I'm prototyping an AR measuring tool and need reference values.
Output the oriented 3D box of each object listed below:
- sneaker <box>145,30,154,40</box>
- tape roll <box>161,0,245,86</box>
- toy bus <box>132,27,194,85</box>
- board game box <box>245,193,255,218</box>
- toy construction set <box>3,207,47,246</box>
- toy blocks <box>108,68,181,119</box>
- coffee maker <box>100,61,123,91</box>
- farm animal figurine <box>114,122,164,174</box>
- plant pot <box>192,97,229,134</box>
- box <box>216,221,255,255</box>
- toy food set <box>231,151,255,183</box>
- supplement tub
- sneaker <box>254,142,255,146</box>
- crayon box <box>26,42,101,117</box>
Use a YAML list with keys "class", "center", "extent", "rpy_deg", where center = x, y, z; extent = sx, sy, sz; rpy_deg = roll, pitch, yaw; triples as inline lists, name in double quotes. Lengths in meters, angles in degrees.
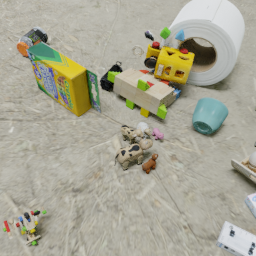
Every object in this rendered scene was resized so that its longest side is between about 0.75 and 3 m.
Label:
- class: "sneaker"
  center: [1.049, -4.594, 14.021]
  extent: [0.329, 0.284, 0.751]
  rpy_deg: [-24, 48, -1]
- class: "tape roll"
  center: [2.989, -3.424, 11.210]
  extent: [2.923, 2.923, 2.007]
  rpy_deg: [19, 52, 15]
- class: "toy bus"
  center: [1.371, -2.423, 10.577]
  extent: [2.207, 2.083, 1.141]
  rpy_deg: [-22, 31, 35]
- class: "board game box"
  center: [4.443, 2.431, 7.823]
  extent: [1.627, 0.353, 1.619]
  rpy_deg: [-14, 50, -12]
- class: "toy construction set"
  center: [-2.644, 2.656, 7.215]
  extent: [1.031, 0.860, 0.792]
  rpy_deg: [2, 54, -58]
- class: "toy blocks"
  center: [0.828, -1.624, 10.906]
  extent: [2.732, 1.365, 1.867]
  rpy_deg: [31, 45, 23]
- class: "coffee maker"
  center: [-0.689, -2.114, 11.387]
  extent: [0.646, 0.921, 0.959]
  rpy_deg: [19, 52, 20]
- class: "farm animal figurine"
  center: [0.393, 0.442, 9.160]
  extent: [1.508, 0.939, 1.867]
  rpy_deg: [7, 50, 6]
- class: "plant pot"
  center: [2.780, -0.348, 9.786]
  extent: [1.147, 1.147, 0.921]
  rpy_deg: [24, 65, 20]
- class: "box"
  center: [2.959, 3.026, 7.324]
  extent: [1.120, 0.337, 0.653]
  rpy_deg: [23, 53, 19]
- class: "toy food set"
  center: [4.781, 0.983, 8.456]
  extent: [2.756, 0.832, 1.977]
  rpy_deg: [-26, 43, -25]
- class: "supplement tub"
  center: [-4.472, -4.015, 13.068]
  extent: [0.872, 0.872, 1.424]
  rpy_deg: [18, 51, 15]
- class: "sneaker"
  center: [4.639, 0.406, 9.630]
  extent: [0.764, 0.288, 0.303]
  rpy_deg: [-37, 60, -27]
- class: "crayon box"
  center: [-2.369, -1.711, 10.399]
  extent: [2.995, 1.883, 0.773]
  rpy_deg: [33, 57, 25]
